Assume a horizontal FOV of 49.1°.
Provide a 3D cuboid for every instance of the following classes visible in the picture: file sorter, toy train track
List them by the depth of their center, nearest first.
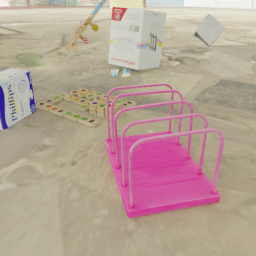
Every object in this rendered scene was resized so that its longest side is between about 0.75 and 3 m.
[{"bbox_3d":[0.626,0.233,6.382,1.956,1.765,2.815,-7,29,-11],"label":"file sorter"},{"bbox_3d":[-0.706,-2.706,6.811,0.369,2.267,1.300,38,17,-14],"label":"toy train track"}]

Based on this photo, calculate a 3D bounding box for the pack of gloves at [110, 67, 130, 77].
[{"bbox_3d":[-0.368,-2.740,13.523,0.972,0.228,1.157,1,28,0],"label":"pack of gloves"}]

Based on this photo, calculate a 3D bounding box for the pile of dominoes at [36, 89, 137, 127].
[{"bbox_3d":[-1.458,-1.007,10.046,2.989,0.476,2.330,18,34,29],"label":"pile of dominoes"}]

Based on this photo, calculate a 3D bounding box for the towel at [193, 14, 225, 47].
[{"bbox_3d":[2.842,-3.429,9.892,0.959,0.794,0.410,-54,9,-12],"label":"towel"}]

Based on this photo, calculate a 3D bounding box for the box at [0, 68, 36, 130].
[{"bbox_3d":[-3.819,-0.948,8.876,0.844,1.479,1.608,12,31,18],"label":"box"}]

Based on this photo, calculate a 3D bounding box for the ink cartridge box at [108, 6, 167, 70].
[{"bbox_3d":[0.429,-4.398,13.814,1.970,2.711,1.961,21,25,33],"label":"ink cartridge box"}]
